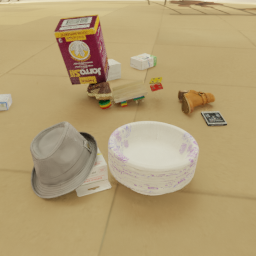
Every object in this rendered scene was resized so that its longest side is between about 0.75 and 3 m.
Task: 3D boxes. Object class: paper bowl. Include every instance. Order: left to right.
[{"bbox_3d":[0.657,0.876,7.728,2.411,1.254,2.411,1,29,-1],"label":"paper bowl"}]

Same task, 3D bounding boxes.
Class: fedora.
[{"bbox_3d":[-1.962,0.649,7.779,2.094,1.069,2.367,-15,35,15],"label":"fedora"}]

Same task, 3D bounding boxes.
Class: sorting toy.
[{"bbox_3d":[0.190,-1.499,12.235,2.943,0.498,1.419,-15,32,1],"label":"sorting toy"}]

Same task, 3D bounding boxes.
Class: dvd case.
[{"bbox_3d":[3.346,-0.373,10.951,0.745,0.123,0.992,-2,31,-2],"label":"dvd case"}]

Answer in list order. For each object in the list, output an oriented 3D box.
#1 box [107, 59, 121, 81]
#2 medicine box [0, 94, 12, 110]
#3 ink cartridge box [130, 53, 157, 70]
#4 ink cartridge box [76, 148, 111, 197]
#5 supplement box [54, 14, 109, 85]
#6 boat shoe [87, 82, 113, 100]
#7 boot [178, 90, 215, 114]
[{"bbox_3d":[-0.998,-3.050,14.688,0.961,0.823,0.956,-18,36,-27],"label":"box"},{"bbox_3d":[-5.398,-1.089,11.846,0.731,0.413,0.803,-3,32,-5],"label":"medicine box"},{"bbox_3d":[0.897,-3.860,16.281,1.304,0.571,0.948,-28,42,-36],"label":"ink cartridge box"},{"bbox_3d":[-1.200,1.090,8.078,0.999,0.589,1.735,-12,33,-19],"label":"ink cartridge box"},{"bbox_3d":[-1.769,-3.092,11.268,1.586,2.423,1.250,-4,45,8],"label":"supplement box"},{"bbox_3d":[-1.280,-1.819,12.253,0.888,0.886,2.461,-9,17,-16],"label":"boat shoe"},{"bbox_3d":[2.941,-1.093,11.742,1.432,0.707,1.845,3,24,-2],"label":"boot"}]
